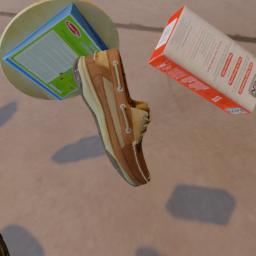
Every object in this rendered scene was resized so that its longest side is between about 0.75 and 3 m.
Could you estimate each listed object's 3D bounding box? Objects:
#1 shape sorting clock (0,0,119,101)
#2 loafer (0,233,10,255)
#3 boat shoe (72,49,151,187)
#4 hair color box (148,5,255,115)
[{"bbox_3d":[-1.283,-1.445,5.550,2.353,2.353,0.462,-16,57,-11],"label":"shape sorting clock"},{"bbox_3d":[-2.372,1.178,3.725,0.834,0.862,2.457,-44,64,7],"label":"loafer"},{"bbox_3d":[-0.033,-0.087,2.772,0.529,1.432,0.542,-21,18,8],"label":"boat shoe"},{"bbox_3d":[1.137,-0.870,3.871,1.540,0.472,0.782,29,79,-16],"label":"hair color box"}]
